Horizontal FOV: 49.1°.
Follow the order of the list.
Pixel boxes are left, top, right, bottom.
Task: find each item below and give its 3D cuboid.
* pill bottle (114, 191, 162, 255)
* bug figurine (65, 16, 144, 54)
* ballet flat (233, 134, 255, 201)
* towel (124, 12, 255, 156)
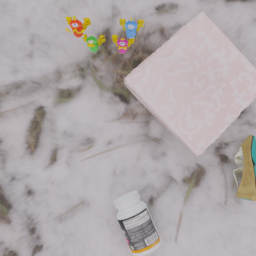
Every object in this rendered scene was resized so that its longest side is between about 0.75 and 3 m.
[{"bbox_3d":[0.217,2.412,7.181,0.841,0.841,1.446,-24,86,-1],"label":"pill bottle"},{"bbox_3d":[-0.548,-2.278,6.936,1.893,1.468,0.487,3,79,5],"label":"bug figurine"},{"bbox_3d":[2.984,0.937,7.124,0.599,0.652,1.899,-9,44,28],"label":"ballet flat"},{"bbox_3d":[1.811,-1.171,7.335,2.875,0.463,2.746,-43,90,-9],"label":"towel"}]
